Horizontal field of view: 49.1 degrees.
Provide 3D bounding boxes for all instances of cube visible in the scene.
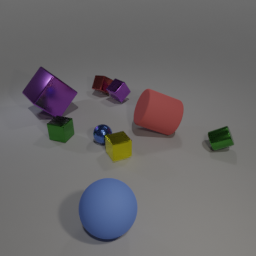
[{"bbox_3d":[-2.507,0.034,10.481,0.700,0.700,0.700,10,32,18],"label":"cube"},{"bbox_3d":[-3.292,-1.488,11.806,1.400,1.400,1.400,35,90,44],"label":"cube"},{"bbox_3d":[-0.442,-1.745,12.967,0.700,0.700,0.700,30,75,41],"label":"cube"},{"bbox_3d":[-1.220,-2.114,13.645,0.700,0.700,0.700,13,-3,43],"label":"cube"},{"bbox_3d":[-0.322,0.621,9.531,0.700,0.700,0.700,-14,34,-22],"label":"cube"}]

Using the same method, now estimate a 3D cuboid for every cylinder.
[{"bbox_3d":[3.218,0.359,9.698,0.700,0.700,0.700,-20,24,23],"label":"cylinder"},{"bbox_3d":[1.115,-0.589,10.444,1.400,1.400,1.400,18,27,-17],"label":"cylinder"}]

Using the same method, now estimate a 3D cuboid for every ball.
[{"bbox_3d":[-0.914,0.211,10.124,0.700,0.700,0.700,0,31,0],"label":"ball"},{"bbox_3d":[-0.473,1.908,6.701,1.400,1.400,1.400,0,31,0],"label":"ball"}]
